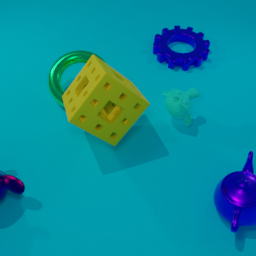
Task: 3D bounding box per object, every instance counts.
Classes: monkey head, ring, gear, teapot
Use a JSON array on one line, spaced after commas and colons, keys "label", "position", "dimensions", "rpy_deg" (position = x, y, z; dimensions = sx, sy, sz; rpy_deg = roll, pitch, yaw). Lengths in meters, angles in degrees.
[{"label": "monkey head", "position": [-3.367, 1.091, 6.405], "dimensions": [1.945, 1.172, 1.400], "rpy_deg": [4, 94, -19]}, {"label": "ring", "position": [-1.455, -1.466, 8.539], "dimensions": [1.968, 0.394, 1.968], "rpy_deg": [0, 75, -1]}, {"label": "gear", "position": [1.854, -2.835, 9.810], "dimensions": [1.942, 0.359, 1.942], "rpy_deg": [0, 56, 0]}, {"label": "monkey head", "position": [1.510, -0.717, 7.797], "dimensions": [0.898, 0.753, 1.249], "rpy_deg": [-27, 70, -19]}, {"label": "teapot", "position": [2.626, 1.471, 6.399], "dimensions": [1.268, 0.998, 2.039], "rpy_deg": [11, 51, 27]}]

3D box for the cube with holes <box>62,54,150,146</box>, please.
[{"label": "cube with holes", "position": [-0.598, -0.693, 6.961], "dimensions": [1.377, 1.377, 1.377], "rpy_deg": [-50, 33, 14]}]
